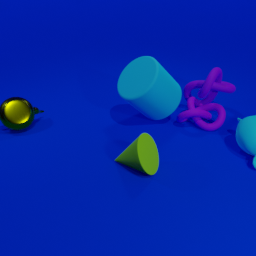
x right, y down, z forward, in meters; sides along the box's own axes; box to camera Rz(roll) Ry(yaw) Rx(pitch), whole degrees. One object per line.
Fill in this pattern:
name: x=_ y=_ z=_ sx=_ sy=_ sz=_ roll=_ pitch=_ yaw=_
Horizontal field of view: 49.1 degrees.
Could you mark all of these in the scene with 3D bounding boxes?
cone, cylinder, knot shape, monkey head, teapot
cone: x=0.073 y=0.666 z=6.400 sx=0.941 sy=0.938 sz=0.938 roll=-15 pitch=20 yaw=30
cylinder: x=0.620 y=-1.102 z=7.963 sx=1.356 sy=1.356 sz=1.356 roll=34 pitch=1 yaw=-44
knot shape: x=2.465 y=-1.238 z=8.452 sx=1.541 sy=1.442 sz=0.712 roll=-18 pitch=72 yaw=7
monkey head: x=3.300 y=0.246 z=6.805 sx=1.273 sy=1.066 sz=1.769 roll=33 pitch=36 yaw=-20
knot shape: x=2.171 y=-0.394 z=8.098 sx=1.261 sy=0.623 sz=1.348 roll=21 pitch=35 yaw=32
teapot: x=-3.091 y=-0.389 z=7.908 sx=1.520 sy=0.945 sz=0.744 roll=-13 pitch=-4 yaw=-27
